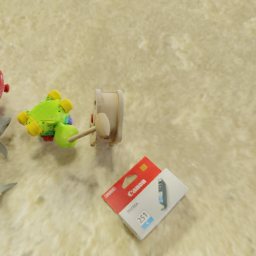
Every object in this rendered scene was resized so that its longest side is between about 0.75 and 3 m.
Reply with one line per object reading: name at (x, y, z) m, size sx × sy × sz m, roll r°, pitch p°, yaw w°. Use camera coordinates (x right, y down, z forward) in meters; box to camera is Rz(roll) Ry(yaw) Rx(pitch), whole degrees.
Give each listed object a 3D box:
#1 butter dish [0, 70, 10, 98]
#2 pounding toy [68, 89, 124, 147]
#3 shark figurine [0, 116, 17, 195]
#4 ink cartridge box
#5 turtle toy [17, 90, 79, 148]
butter dish at (-4.303, -1.328, 8.864) m, size 1.057 × 1.426 × 1.429 m, roll 6°, pitch 81°, yaw -39°
pounding toy at (-0.901, -0.279, 7.587) m, size 1.417 × 2.470 × 1.413 m, roll 1°, pitch 79°, yaw -13°
shark figurine at (-3.976, 0.780, 7.794) m, size 1.370 × 0.957 × 2.292 m, roll -9°, pitch 74°, yaw 4°
ink cartridge box at (0.433, 1.777, 7.647) m, size 1.831 × 0.409 × 1.613 m, roll -40°, pitch 68°, yaw -20°
turtle toy at (-2.204, -0.144, 8.284) m, size 1.502 × 1.041 × 2.060 m, roll -39°, pitch 45°, yaw -16°
